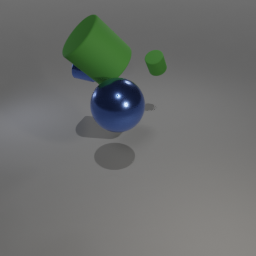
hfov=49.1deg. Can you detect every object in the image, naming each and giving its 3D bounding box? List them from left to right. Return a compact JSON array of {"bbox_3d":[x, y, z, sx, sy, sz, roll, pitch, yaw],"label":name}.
[{"bbox_3d":[-1.372,-1.911,9.145,0.700,0.700,0.700,14,32,11],"label":"cylinder"},{"bbox_3d":[-0.859,-2.146,7.840,1.400,1.400,1.400,35,10,-35],"label":"cylinder"},{"bbox_3d":[-0.263,-0.583,7.168,1.400,1.400,1.400,0,30,0],"label":"ball"},{"bbox_3d":[1.050,-2.439,10.523,0.700,0.700,0.700,-10,58,16],"label":"cylinder"}]
